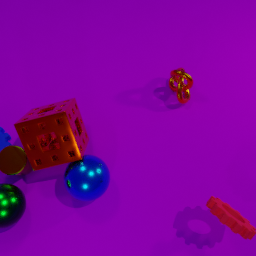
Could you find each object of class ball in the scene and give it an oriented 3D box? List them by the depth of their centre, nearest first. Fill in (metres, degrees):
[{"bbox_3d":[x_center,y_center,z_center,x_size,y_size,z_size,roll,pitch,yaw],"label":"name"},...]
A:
[{"bbox_3d":[-2.786,1.729,6.249,0.977,0.977,0.977,0,65,0],"label":"ball"},{"bbox_3d":[-0.947,1.153,6.499,1.072,1.072,1.072,0,65,0],"label":"ball"}]

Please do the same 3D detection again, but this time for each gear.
[{"bbox_3d":[2.116,1.834,5.778,1.065,1.065,0.197,36,100,15],"label":"gear"},{"bbox_3d":[-3.641,0.490,7.271,1.181,0.218,1.181,0,65,0],"label":"gear"}]

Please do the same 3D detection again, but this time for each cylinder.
[{"bbox_3d":[-2.680,0.802,6.784,0.700,0.700,0.700,0,79,0],"label":"cylinder"}]

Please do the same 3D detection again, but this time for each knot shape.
[{"bbox_3d":[1.429,-1.269,7.761,0.493,1.067,0.998,-17,39,-2],"label":"knot shape"}]

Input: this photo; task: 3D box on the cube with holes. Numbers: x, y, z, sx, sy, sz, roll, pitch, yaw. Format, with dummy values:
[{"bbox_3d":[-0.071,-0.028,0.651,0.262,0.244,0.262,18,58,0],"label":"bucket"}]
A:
[{"bbox_3d":[-1.703,0.111,6.559,1.156,1.156,1.156,-14,110,5],"label":"cube with holes"}]
